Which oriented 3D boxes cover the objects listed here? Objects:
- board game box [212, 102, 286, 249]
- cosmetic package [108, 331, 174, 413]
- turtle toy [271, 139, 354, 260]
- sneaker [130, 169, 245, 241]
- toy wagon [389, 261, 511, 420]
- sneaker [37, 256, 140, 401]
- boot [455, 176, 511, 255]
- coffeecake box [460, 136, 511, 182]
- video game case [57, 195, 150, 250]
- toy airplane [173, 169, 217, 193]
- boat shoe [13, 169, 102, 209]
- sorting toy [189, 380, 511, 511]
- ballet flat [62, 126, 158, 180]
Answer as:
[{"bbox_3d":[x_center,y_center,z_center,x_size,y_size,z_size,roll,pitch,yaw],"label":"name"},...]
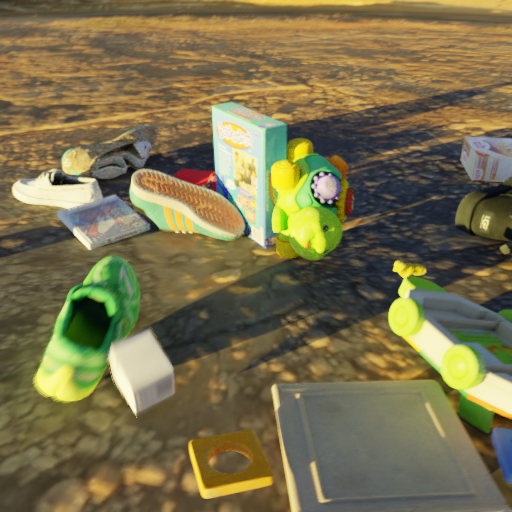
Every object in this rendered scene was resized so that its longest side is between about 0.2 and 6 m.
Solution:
[{"bbox_3d":[-0.141,-1.541,10.563,0.520,2.311,1.757,-20,36,-28],"label":"board game box"},{"bbox_3d":[-1.391,1.404,6.822,0.553,0.553,0.671,-23,50,-27],"label":"cosmetic package"},{"bbox_3d":[0.987,-0.831,9.719,1.288,1.857,2.549,6,35,17],"label":"turtle toy"},{"bbox_3d":[-1.349,-0.832,10.868,2.339,0.934,0.835,26,52,3],"label":"sneaker"},{"bbox_3d":[2.764,0.993,7.290,2.255,0.575,2.907,8,23,-31],"label":"toy wagon"},{"bbox_3d":[-2.072,0.770,7.585,0.957,1.079,2.583,22,32,-11],"label":"sneaker"},{"bbox_3d":[5.384,-0.581,9.987,3.033,1.122,2.486,-17,34,-33],"label":"boot"},{"bbox_3d":[6.096,-2.336,13.589,1.878,0.686,1.441,3,30,6],"label":"coffeecake box"},{"bbox_3d":[-3.029,-0.702,11.103,1.303,0.164,1.430,-23,44,-34],"label":"video game case"},{"bbox_3d":[-0.568,-1.896,13.029,2.638,0.485,2.638,1,31,-1],"label":"toy airplane"},{"bbox_3d":[-4.322,-1.494,12.069,2.217,0.729,0.798,14,33,23],"label":"boat shoe"},{"bbox_3d":[1.258,2.112,5.991,3.910,0.533,2.201,0,23,-5],"label":"sorting toy"},{"bbox_3d":[-3.316,-2.392,13.700,0.941,1.016,2.882,43,48,16],"label":"ballet flat"}]
